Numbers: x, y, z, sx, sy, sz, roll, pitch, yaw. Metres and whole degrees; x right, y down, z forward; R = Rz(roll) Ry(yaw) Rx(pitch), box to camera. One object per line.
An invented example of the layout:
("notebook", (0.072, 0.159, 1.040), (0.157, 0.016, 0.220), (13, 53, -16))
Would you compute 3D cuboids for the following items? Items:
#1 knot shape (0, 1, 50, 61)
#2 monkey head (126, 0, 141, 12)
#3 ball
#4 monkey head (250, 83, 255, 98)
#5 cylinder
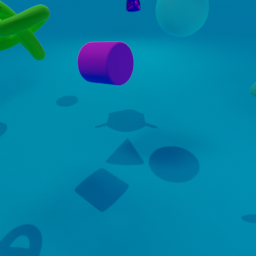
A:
("knot shape", (-1.682, -1.414, 4.141), (1.314, 0.607, 1.230), (1, -7, 11))
("monkey head", (0.119, -3.951, 7.809), (1.761, 1.267, 1.061), (-5, 16, 1))
("ball", (1.188, -2.615, 6.180), (1.155, 1.155, 1.155), (0, 32, 0))
("monkey head", (3.004, -0.864, 4.799), (1.635, 0.985, 1.176), (-14, 64, 32))
("cylinder", (-0.438, -1.285, 5.563), (0.815, 0.815, 0.815), (13, 33, 38))
